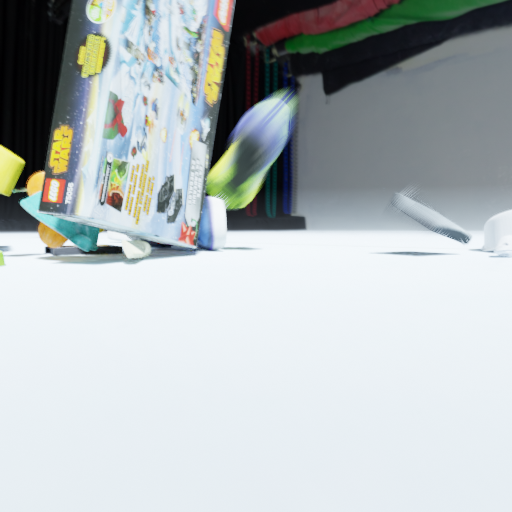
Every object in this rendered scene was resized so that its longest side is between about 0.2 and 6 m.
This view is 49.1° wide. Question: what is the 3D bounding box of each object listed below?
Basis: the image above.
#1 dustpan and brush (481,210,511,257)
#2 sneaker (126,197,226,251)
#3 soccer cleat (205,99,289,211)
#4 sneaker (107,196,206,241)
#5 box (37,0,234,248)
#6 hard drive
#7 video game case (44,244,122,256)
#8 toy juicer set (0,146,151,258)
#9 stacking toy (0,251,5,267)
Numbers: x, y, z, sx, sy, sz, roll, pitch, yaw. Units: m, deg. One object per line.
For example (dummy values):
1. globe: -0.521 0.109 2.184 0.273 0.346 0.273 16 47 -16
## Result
1. dustpan and brush: 4.917 -0.375 10.045 2.406 0.986 3.447 -12 -12 41
2. sneaker: -1.804 -0.594 11.350 1.969 1.083 2.689 -5 6 -18
3. soccer cleat: -0.137 -1.822 10.629 0.966 1.249 2.986 36 -28 -4
4. sneaker: -2.861 -1.291 16.802 3.153 1.764 1.152 -1 3 -20
5. box: -1.526 -2.481 8.208 0.880 4.413 3.021 7 -4 20
6. hard drive: 2.986 -0.609 9.514 1.382 0.227 0.964 13 23 -48
7. video game case: -3.166 -0.109 10.235 1.195 0.152 1.080 -3 4 -28
8. toy juicer set: -2.721 -0.422 8.444 3.021 0.822 1.922 33 -3 17
9. stacking toy: -4.189 -0.267 7.035 1.761 0.821 1.945 -2 4 -33
